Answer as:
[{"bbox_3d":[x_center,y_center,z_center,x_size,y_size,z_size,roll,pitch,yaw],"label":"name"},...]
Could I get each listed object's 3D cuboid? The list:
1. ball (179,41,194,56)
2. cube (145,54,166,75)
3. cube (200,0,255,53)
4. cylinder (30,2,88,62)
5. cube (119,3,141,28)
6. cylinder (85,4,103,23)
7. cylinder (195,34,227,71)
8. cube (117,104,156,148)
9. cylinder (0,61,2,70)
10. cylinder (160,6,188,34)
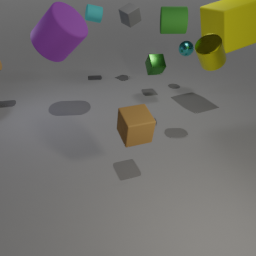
[{"bbox_3d":[2.698,-3.682,12.988,0.700,0.700,0.700,0,29,0],"label":"ball"},{"bbox_3d":[1.251,-2.899,12.803,0.700,0.700,0.700,-5,71,-15],"label":"cube"},{"bbox_3d":[3.502,-3.591,9.717,1.400,1.400,1.400,-21,33,-12],"label":"cube"},{"bbox_3d":[-2.292,-3.173,9.356,1.400,1.400,1.400,-33,10,35],"label":"cylinder"},{"bbox_3d":[0.096,-5.191,12.862,0.700,0.700,0.700,-38,54,-16],"label":"cube"},{"bbox_3d":[-1.565,-5.238,12.824,0.700,0.700,0.700,4,27,-18],"label":"cylinder"},{"bbox_3d":[2.203,-2.003,7.451,0.700,0.700,0.700,-14,56,22],"label":"cylinder"},{"bbox_3d":[0.177,-0.063,6.761,0.700,0.700,0.700,-11,46,-18],"label":"cube"},{"bbox_3d":[-5.483,-2.505,11.052,0.700,0.700,0.700,-18,29,5],"label":"cylinder"},{"bbox_3d":[1.232,-2.921,7.595,0.700,0.700,0.700,1,29,4],"label":"cylinder"}]
